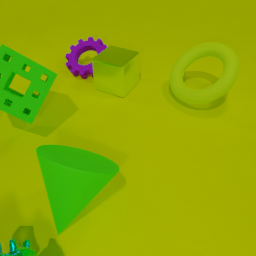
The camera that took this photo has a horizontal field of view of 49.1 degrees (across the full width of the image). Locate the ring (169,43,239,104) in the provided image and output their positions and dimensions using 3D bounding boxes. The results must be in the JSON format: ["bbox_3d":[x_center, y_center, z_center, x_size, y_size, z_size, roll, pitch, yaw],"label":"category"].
[{"bbox_3d":[2.145,-1.596,8.068,2.005,0.401,2.005,-15,58,26],"label":"ring"}]

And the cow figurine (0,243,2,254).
[{"bbox_3d":[-2.012,1.782,4.048,0.502,0.899,0.914,-27,77,-17],"label":"cow figurine"}]

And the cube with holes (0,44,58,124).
[{"bbox_3d":[-2.632,-1.049,6.775,1.298,1.298,1.298,28,1,-20],"label":"cube with holes"}]

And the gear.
[{"bbox_3d":[-1.378,-2.388,9.500,1.494,0.276,1.494,-5,67,12],"label":"gear"}]

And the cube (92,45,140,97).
[{"bbox_3d":[-0.351,-1.780,8.717,1.076,1.076,1.076,19,45,21],"label":"cube"}]

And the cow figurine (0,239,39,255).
[{"bbox_3d":[-1.830,2.389,3.705,1.622,0.890,1.596,-14,64,10],"label":"cow figurine"}]

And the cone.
[{"bbox_3d":[-1.093,1.268,5.159,1.530,1.535,1.530,16,6,-2],"label":"cone"}]
